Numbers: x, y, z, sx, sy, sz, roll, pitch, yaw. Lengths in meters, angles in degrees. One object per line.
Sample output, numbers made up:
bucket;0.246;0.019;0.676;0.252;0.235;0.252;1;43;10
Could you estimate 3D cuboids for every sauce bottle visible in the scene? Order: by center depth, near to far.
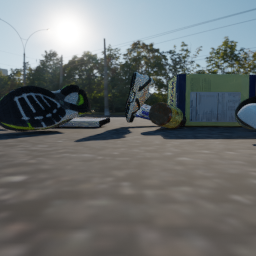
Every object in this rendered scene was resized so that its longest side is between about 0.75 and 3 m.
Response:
sauce bottle;1.280;-0.336;8.433;0.690;0.690;2.090;1;-2;25

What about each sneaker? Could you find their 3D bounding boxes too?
sneaker;-2.105;-0.338;6.972;1.184;1.080;2.924;-32;-7;26
sneaker;0.356;-0.931;9.352;0.733;1.831;0.675;6;35;-16

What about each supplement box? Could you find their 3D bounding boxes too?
supplement box;3.010;-1.005;10.785;2.686;1.805;2.689;1;2;0

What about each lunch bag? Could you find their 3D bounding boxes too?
lunch bag;0.759;-0.586;10.987;1.345;0.508;1.078;14;13;-15

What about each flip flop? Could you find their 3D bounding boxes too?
flip flop;4.143;-0.435;7.524;2.824;1.145;0.813;-15;-39;-11

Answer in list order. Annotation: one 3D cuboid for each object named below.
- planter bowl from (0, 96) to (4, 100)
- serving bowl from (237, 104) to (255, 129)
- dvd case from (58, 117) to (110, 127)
planter bowl;-3.509;-0.723;8.760;1.085;0.730;1.085;-18;30;10
serving bowl;2.430;-0.178;4.795;1.002;0.330;1.002;15;22;-6
dvd case;-1.987;-0.228;9.779;2.479;0.218;1.769;0;6;7
